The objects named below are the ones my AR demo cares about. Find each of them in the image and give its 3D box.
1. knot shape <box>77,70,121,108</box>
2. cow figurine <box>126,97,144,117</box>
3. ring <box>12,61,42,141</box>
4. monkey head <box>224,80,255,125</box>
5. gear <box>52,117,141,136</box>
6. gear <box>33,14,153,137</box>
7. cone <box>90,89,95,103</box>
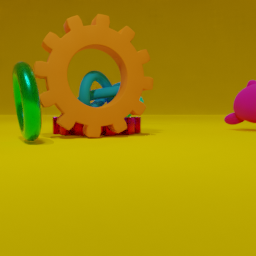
[{"bbox_3d":[-0.580,-0.553,5.670,1.283,0.593,1.200,-10,-32,-42],"label":"knot shape"},{"bbox_3d":[-0.055,-0.825,11.424,1.447,0.794,1.423,-32,-8,-1],"label":"cow figurine"},{"bbox_3d":[-1.464,-0.375,4.027,0.227,1.136,1.136,-9,7,-27],"label":"ring"},{"bbox_3d":[3.375,-0.542,6.893,1.389,1.163,1.930,37,-27,-14],"label":"monkey head"},{"bbox_3d":[-0.675,-0.070,6.203,1.899,0.351,1.899,0,3,0],"label":"gear"},{"bbox_3d":[-0.557,-0.875,4.862,2.018,2.018,0.373,-1,5,-21],"label":"gear"},{"bbox_3d":[-1.480,-0.548,8.031,1.118,1.114,1.114,0,3,1],"label":"cone"}]
